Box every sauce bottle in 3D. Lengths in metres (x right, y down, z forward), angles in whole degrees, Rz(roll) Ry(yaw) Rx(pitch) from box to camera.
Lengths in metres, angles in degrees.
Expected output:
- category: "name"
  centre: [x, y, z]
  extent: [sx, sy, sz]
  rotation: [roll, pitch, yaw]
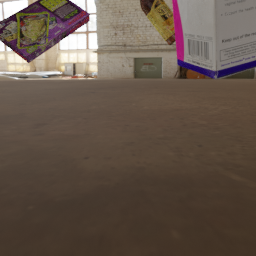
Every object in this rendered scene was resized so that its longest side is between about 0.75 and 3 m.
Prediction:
- category: "sauce bottle"
  centre: [0.944, -3.905, 9.317]
  extent: [0.786, 2.380, 0.786]
  rotation: [-40, 7, 6]

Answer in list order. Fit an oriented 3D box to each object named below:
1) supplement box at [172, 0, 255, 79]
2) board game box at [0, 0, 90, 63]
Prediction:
- category: "supplement box"
  centre: [1.638, -2.482, 4.774]
  extent: [1.447, 2.800, 1.417]
  rotation: [-18, 28, -13]
- category: "board game box"
  centre: [-2.125, -2.599, 7.005]
  extent: [1.272, 0.342, 2.120]
  rotation: [37, 62, 16]
